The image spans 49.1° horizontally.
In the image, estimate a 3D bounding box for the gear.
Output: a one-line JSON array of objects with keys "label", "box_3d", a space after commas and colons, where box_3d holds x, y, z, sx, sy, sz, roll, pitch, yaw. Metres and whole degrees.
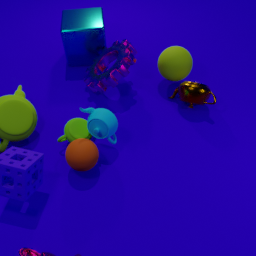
[{"label": "gear", "box_3d": [-0.557, -1.880, 8.503, 1.827, 0.338, 1.827, -27, 41, 26]}]

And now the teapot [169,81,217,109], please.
[{"label": "teapot", "box_3d": [1.842, -0.941, 8.070, 1.510, 0.739, 0.939, 18, 9, 37]}]

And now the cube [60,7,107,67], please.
[{"label": "cube", "box_3d": [-1.459, -3.095, 9.546, 1.383, 1.383, 1.383, -6, 49, -3]}]

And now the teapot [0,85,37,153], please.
[{"label": "teapot", "box_3d": [-2.993, -0.291, 7.247, 1.192, 0.938, 1.916, 20, 75, -30]}]

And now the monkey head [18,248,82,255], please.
[{"label": "monkey head", "box_3d": [-1.295, 2.604, 4.806, 1.055, 0.883, 1.466, 3, 51, -55]}]

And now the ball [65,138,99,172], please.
[{"label": "ball", "box_3d": [-1.070, 0.628, 6.544, 0.771, 0.771, 0.771, 0, 48, 0]}]

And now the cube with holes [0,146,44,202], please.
[{"label": "cube with holes", "box_3d": [-2.295, 0.943, 5.865, 0.752, 0.752, 0.752, 12, 21, 8]}]

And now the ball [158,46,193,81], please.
[{"label": "ball", "box_3d": [1.435, -1.956, 8.547, 1.051, 1.051, 1.051, 0, 48, 0]}]

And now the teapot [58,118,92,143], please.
[{"label": "teapot", "box_3d": [-1.259, 0.121, 7.259, 1.185, 0.580, 0.737, -21, 76, -27]}]

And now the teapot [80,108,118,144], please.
[{"label": "teapot", "box_3d": [-0.686, -0.097, 6.805, 1.239, 0.770, 0.606, 50, 33, -13]}]
